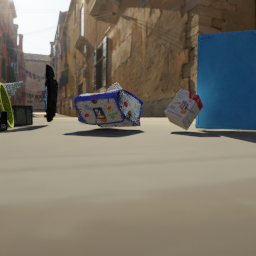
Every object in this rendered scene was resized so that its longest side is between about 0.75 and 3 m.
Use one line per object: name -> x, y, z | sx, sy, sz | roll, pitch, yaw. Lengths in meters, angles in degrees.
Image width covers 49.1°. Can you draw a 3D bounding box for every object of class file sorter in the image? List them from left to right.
file sorter -> 3.234, -1.392, 8.768 | 1.932, 2.784, 1.708 | 2, 5, 21

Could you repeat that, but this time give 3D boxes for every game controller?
game controller -> -3.563, -1.504, 12.613 | 0.594, 1.471, 2.820 | -11, -29, -24

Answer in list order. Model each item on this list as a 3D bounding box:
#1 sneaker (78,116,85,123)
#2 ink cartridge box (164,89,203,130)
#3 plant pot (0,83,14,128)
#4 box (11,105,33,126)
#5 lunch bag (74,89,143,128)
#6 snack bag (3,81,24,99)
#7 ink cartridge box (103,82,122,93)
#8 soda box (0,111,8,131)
sneaker -> -2.247, -0.507, 15.120 | 1.404, 0.539, 0.781 | 8, -3, 24
ink cartridge box -> 1.592, -0.523, 7.998 | 0.646, 0.889, 0.643 | 29, -11, 34
plant pot -> -5.041, -0.641, 9.833 | 1.548, 1.630, 1.630 | -13, 5, -11
box -> -5.155, -0.549, 12.110 | 1.665, 0.892, 1.236 | -2, 4, -42
lunch bag -> -0.583, -0.608, 8.694 | 1.529, 1.113, 1.798 | -3, -16, 25
snack bag -> -6.306, -1.139, 12.174 | 2.888, 0.309, 2.723 | -35, -4, 29
ink cartridge box -> -0.631, -1.288, 11.306 | 1.113, 0.645, 0.371 | -36, -3, 18
soda box -> -4.438, -0.198, 7.939 | 1.842, 0.583, 0.652 | -2, 3, -29
